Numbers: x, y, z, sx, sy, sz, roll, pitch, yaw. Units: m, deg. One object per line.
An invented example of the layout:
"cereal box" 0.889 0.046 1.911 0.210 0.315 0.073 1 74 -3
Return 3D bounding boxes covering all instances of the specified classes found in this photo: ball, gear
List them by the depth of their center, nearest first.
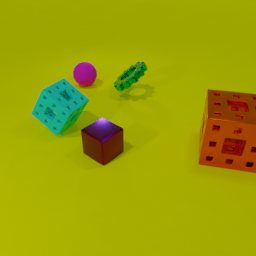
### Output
"gear" 0.073 -1.697 9.168 1.230 0.228 1.230 -33 25 18
"ball" -1.526 -1.915 9.946 0.849 0.849 0.849 0 35 0

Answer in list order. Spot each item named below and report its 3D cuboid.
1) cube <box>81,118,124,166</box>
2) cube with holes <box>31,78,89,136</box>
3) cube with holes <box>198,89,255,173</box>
"cube" -0.611 0.319 6.822 0.737 0.737 0.737 27 43 33
"cube with holes" -1.812 -0.573 7.530 0.927 0.927 0.927 40 38 1
"cube with holes" 2.468 0.035 6.673 1.331 1.331 1.331 8 37 11
